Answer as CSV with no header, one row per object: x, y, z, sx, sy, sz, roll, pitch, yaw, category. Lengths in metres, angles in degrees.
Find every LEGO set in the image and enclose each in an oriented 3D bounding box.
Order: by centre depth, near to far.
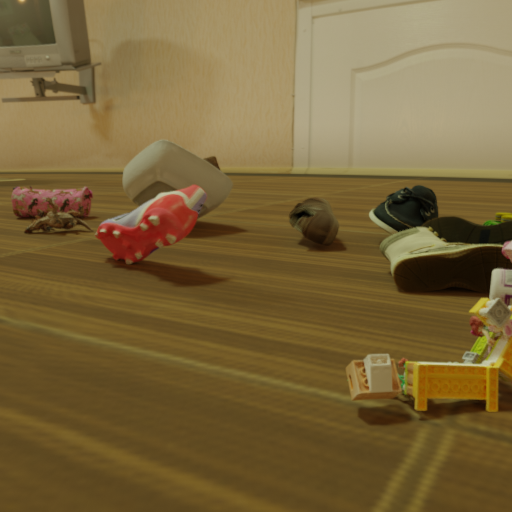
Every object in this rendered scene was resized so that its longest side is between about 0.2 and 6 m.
1.717,0.780,4.814,2.176,1.001,0.810,-32,3,-13,LEGO set

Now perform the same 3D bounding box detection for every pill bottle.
3.355,0.482,6.653,1.056,0.593,0.593,5,12,21,pill bottle

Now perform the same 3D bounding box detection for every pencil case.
-5.760,-1.525,15.868,2.157,0.933,0.893,2,-5,3,pencil case

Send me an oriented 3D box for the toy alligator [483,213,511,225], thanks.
4.893,-0.450,11.087,0.612,0.669,2.255,2,12,9,toy alligator

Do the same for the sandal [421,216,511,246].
3.623,-0.136,9.015,2.390,0.977,0.652,-3,-29,47,sandal

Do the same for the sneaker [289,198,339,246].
1.103,-0.900,11.945,0.847,0.790,2.242,22,12,-15,sneaker

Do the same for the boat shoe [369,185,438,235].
3.384,-1.021,12.113,1.224,1.086,3.275,39,22,18,boat shoe

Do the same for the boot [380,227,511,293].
2.953,0.005,8.507,1.974,0.711,1.526,-4,17,4,boot

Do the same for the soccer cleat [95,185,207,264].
-1.816,-0.530,9.491,2.680,0.894,1.025,-13,30,52,soccer cleat

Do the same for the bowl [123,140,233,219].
-1.997,-1.581,13.642,2.298,0.858,2.294,28,-31,-30,bowl

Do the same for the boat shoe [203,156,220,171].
-2.002,-2.201,14.732,2.911,1.054,1.052,6,13,34,boat shoe

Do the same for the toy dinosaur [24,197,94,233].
-4.663,-0.829,13.346,1.478,0.634,1.002,10,-26,-30,toy dinosaur
